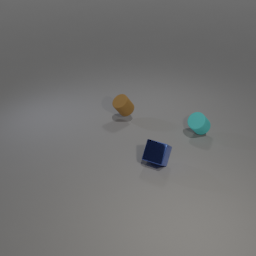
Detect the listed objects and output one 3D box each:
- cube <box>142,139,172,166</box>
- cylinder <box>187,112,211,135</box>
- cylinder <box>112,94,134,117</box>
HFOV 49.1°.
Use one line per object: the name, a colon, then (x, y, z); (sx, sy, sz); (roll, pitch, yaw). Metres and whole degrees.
cube: (0.969, 0.825, 9.278); (0.700, 0.700, 0.700); (15, -4, 24)
cylinder: (2.744, -0.174, 10.806); (0.700, 0.700, 0.700); (27, -2, 38)
cylinder: (-0.190, -0.945, 11.701); (0.700, 0.700, 0.700); (-15, 55, 23)
